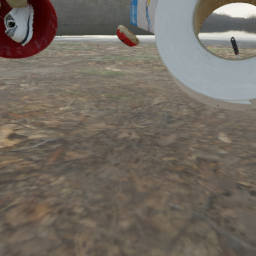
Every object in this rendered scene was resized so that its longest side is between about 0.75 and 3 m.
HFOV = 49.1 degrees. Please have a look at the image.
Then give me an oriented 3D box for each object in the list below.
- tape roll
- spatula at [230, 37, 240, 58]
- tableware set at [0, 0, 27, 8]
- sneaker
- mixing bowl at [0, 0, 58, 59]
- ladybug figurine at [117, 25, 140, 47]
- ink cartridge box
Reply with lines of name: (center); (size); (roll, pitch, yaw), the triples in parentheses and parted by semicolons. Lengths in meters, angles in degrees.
tape roll: (1.928, -1.769, 4.980); (2.858, 2.858, 0.999); (7, -2, 17)
spatula: (2.999, -1.934, 7.631); (0.330, 1.166, 0.120); (-21, 26, 14)
tableware set: (-2.761, -2.932, 5.867); (1.187, 0.992, 0.138); (-8, 53, 1)
sneaker: (-3.132, -3.142, 7.970); (0.667, 0.633, 1.657); (20, 46, -45)
mixing bowl: (-3.418, -3.413, 8.189); (2.457, 2.457, 1.331); (-9, 56, -22)
ladybug figurine: (-0.029, -3.321, 10.249); (0.845, 0.448, 1.245); (49, 19, 21)
ink cartridge box: (1.300, -4.179, 9.650); (1.554, 1.526, 2.110); (-18, 39, -28)
